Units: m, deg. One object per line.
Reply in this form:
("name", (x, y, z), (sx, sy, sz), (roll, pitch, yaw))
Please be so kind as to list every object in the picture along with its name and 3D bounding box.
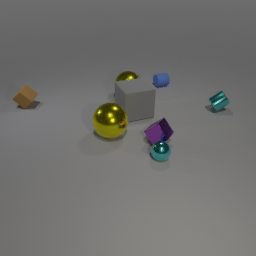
("ball", (-0.684, -0.287, 10.839), (1.400, 1.400, 1.400), (0, 31, 0))
("ball", (1.148, 0.797, 9.751), (0.700, 0.700, 0.700), (0, 31, 0))
("ball", (0.005, -2.128, 13.914), (1.400, 1.400, 1.400), (0, 31, 0))
("cylinder", (1.848, -2.660, 15.508), (0.700, 0.700, 0.700), (-11, 33, -18))
("cylinder", (4.172, -1.233, 12.829), (0.700, 0.700, 0.700), (-33, 28, 15))
("cube", (-4.814, -1.475, 13.128), (0.700, 0.700, 0.700), (-32, 29, 32))
("cube", (0.285, -1.269, 12.481), (1.400, 1.400, 1.400), (-11, 33, -18))
("cube", (1.166, 0.150, 10.481), (0.700, 0.700, 0.700), (-30, 6, 36))
